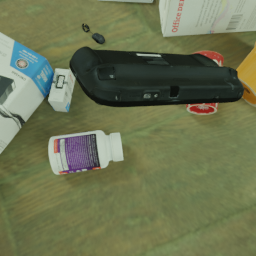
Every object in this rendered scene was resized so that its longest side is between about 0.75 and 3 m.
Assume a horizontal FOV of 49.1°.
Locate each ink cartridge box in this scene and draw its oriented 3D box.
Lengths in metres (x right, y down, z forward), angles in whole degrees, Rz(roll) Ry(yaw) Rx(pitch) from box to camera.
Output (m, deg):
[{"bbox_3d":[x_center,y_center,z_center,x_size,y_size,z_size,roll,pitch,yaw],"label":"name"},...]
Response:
[{"bbox_3d":[-3.375,-0.844,6.834,1.941,1.130,2.684,30,74,10],"label":"ink cartridge box"},{"bbox_3d":[-1.663,-1.056,7.163,0.383,0.655,1.129,7,70,3],"label":"ink cartridge box"},{"bbox_3d":[2.309,-3.531,7.265,2.772,2.046,1.187,-3,69,-1],"label":"ink cartridge box"}]

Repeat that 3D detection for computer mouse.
[{"bbox_3d":[-0.998,-2.719,7.996,0.911,0.155,0.267,42,77,13],"label":"computer mouse"}]

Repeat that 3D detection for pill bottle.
[{"bbox_3d":[-0.939,0.534,6.493,1.601,0.892,0.892,-8,71,-2],"label":"pill bottle"}]

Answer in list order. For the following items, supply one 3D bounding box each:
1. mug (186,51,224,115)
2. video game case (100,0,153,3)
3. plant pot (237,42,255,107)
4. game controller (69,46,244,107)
[{"bbox_3d":[2.047,-1.086,7.059,1.231,0.925,1.387,7,75,4],"label":"mug"},{"bbox_3d":[-0.044,-4.537,8.594,1.692,0.200,1.540,3,71,2],"label":"video game case"},{"bbox_3d":[3.453,-1.372,6.884,1.502,1.641,1.641,-39,75,4],"label":"plant pot"},{"bbox_3d":[0.382,-0.611,3.262,2.031,0.428,1.059,-4,30,-28],"label":"game controller"}]
